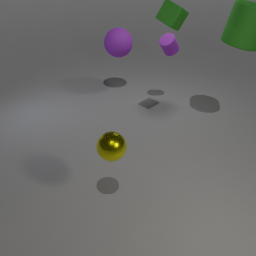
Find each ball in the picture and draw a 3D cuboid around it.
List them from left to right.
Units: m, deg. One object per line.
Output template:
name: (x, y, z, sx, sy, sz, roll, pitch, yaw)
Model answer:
ball: (-0.377, 0.427, 6.457, 0.700, 0.700, 0.700, 0, 30, 0)
ball: (-0.468, -4.162, 13.665, 1.400, 1.400, 1.400, 0, 30, 0)

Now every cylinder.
cylinder: (1.782, -3.597, 12.094, 0.700, 0.700, 0.700, -13, 58, 23)
cylinder: (4.190, -3.606, 9.827, 1.400, 1.400, 1.400, 9, 34, -6)

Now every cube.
cube: (1.501, -3.817, 9.482, 0.700, 0.700, 0.700, 41, 25, 20)
